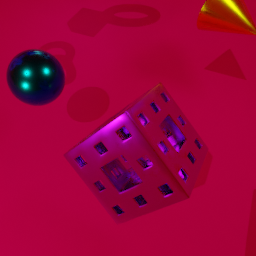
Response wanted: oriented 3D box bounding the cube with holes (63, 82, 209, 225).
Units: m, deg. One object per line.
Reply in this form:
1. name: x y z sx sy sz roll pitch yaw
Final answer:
1. cube with holes: 0.182 0.371 4.371 1.358 1.358 1.358 53 35 -5

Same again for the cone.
1. cone: 2.319 -2.305 5.970 1.186 1.186 1.191 -38 69 -19

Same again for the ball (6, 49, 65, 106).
1. ball: -1.927 -1.056 5.910 1.184 1.184 1.184 0 61 0
